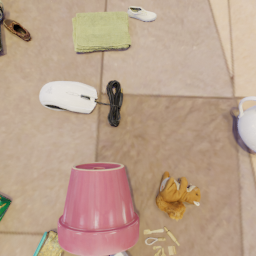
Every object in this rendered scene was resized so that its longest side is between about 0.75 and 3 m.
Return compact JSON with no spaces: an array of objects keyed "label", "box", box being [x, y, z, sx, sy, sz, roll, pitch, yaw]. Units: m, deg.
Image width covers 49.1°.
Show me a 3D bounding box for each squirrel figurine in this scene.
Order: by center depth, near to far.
[{"label":"squirrel figurine","box":[1.472,2.020,8.116,1.156,0.877,1.239,24,85,-6]}]

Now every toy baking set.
[{"label":"toy baking set","box":[0.962,3.277,8.095,0.809,0.123,1.054,-34,79,-7]}]

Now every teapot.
[{"label":"teapot","box":[4.097,-0.102,8.108,1.633,1.193,1.612,-4,65,-25]}]

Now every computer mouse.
[{"label":"computer mouse","box":[-1.522,-0.934,8.838,2.732,0.599,1.498,7,78,2]}]

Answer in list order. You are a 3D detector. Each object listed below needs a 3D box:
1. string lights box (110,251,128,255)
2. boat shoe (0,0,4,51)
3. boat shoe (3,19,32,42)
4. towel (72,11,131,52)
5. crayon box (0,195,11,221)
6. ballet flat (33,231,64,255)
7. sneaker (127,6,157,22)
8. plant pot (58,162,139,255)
[{"label":"string lights box","box":[-0.843,4.714,7.385,2.835,0.836,1.457,-39,80,-8]},{"label":"boat shoe","box":[-4.644,-3.896,9.374,0.938,1.041,2.945,-6,84,-1]},{"label":"boat shoe","box":[-3.784,-3.397,9.521,1.170,0.412,0.412,33,81,9]},{"label":"towel","box":[-0.911,-3.279,9.518,1.967,0.359,1.459,-5,76,0]},{"label":"crayon box","box":[-4.996,2.225,8.000,2.667,0.777,1.584,25,78,6]},{"label":"ballet flat","box":[-2.533,4.107,7.575,0.918,0.918,2.597,30,79,7]},{"label":"sneaker","box":[0.480,-3.947,9.665,1.036,0.367,0.378,9,77,2]},{"label":"plant pot","box":[-0.751,1.900,7.210,2.107,2.107,1.886,0,91,0]}]
